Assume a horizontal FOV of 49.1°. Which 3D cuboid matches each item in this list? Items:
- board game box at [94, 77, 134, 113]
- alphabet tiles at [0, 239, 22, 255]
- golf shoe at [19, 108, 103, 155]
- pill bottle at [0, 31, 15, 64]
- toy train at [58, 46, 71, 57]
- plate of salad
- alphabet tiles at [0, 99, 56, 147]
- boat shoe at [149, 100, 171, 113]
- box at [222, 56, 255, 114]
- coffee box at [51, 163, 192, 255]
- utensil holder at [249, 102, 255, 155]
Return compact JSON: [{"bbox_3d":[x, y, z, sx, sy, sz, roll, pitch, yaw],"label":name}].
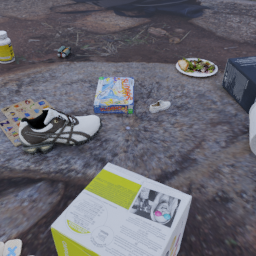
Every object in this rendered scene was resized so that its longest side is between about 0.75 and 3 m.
[{"bbox_3d":[-0.509,-1.374,11.332,1.520,0.387,2.245,0,38,0],"label":"board game box"},{"bbox_3d":[-2.858,3.164,5.669,1.921,0.140,1.879,-5,38,-7],"label":"alphabet tiles"},{"bbox_3d":[-2.078,-0.082,8.956,2.731,1.290,1.062,-19,41,-25],"label":"golf shoe"},{"bbox_3d":[-6.168,-4.004,13.883,0.796,1.431,0.796,0,38,0],"label":"pill bottle"},{"bbox_3d":[-3.364,-4.021,14.799,0.528,0.395,0.927,14,39,3],"label":"toy train"},{"bbox_3d":[3.297,-2.999,13.379,1.959,0.471,1.959,0,37,0],"label":"plate of salad"},{"bbox_3d":[-3.636,-0.363,10.285,2.032,0.092,2.431,-27,45,-30],"label":"alphabet tiles"},{"bbox_3d":[1.240,-0.883,10.741,0.973,0.340,0.345,-20,42,-23],"label":"boat shoe"},{"bbox_3d":[5.175,-1.745,11.056,1.807,1.304,2.435,-6,38,-8],"label":"box"},{"bbox_3d":[-0.079,2.188,5.476,1.888,1.885,1.867,19,41,23],"label":"coffee box"},{"bbox_3d":[4.527,0.030,8.747,1.405,1.405,1.654,12,42,15],"label":"utensil holder"}]
